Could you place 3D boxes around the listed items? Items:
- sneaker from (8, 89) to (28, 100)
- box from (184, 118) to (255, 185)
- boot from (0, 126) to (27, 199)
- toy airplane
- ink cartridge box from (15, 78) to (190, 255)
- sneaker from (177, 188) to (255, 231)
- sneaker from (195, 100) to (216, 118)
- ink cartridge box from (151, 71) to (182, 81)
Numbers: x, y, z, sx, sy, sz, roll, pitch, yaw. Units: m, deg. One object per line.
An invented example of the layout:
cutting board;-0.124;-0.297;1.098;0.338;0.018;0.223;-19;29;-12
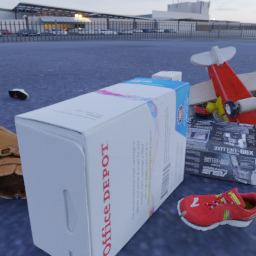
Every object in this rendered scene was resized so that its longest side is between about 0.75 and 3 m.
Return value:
sneaker;-4.712;-1.546;12.358;1.207;0.425;0.565;10;29;32
box;1.781;0.388;6.992;2.697;0.671;2.127;7;22;18
boot;-2.807;0.705;5.833;2.650;0.976;2.050;-5;25;-8
toy airplane;3.023;-1.091;8.896;2.987;2.108;2.974;24;62;22
ink cartridge box;-0.157;0.488;4.663;1.265;2.161;2.990;13;25;30
sneaker;1.448;1.169;4.336;1.493;0.634;0.575;4;43;-24
sneaker;3.328;-1.140;10.331;2.367;1.156;0.837;-15;23;-38
ink cartridge box;2.007;-2.523;14.588;1.121;0.644;1.544;11;24;27
